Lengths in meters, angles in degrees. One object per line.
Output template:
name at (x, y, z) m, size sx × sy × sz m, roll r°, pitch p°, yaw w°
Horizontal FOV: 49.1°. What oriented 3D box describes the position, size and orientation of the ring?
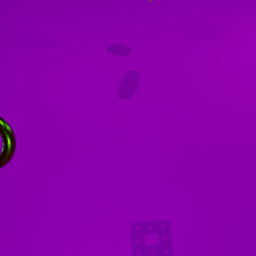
ring at (-2.462, 0.235, 4.805) m, size 1.084 × 1.084 × 0.217 m, roll 2°, pitch 13°, yaw 1°
